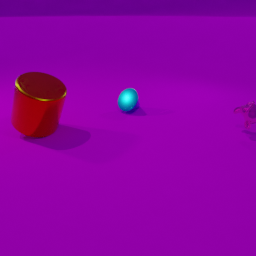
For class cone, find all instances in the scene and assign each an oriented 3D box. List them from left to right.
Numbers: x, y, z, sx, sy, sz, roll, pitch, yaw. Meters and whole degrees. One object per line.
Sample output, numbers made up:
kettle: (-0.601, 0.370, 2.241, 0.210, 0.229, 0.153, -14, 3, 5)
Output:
cone: (0.216, -0.891, 10.094, 0.848, 0.848, 0.852, 19, -2, 36)

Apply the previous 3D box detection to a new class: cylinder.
cylinder: (-2.561, -0.670, 8.016, 1.373, 1.373, 1.373, 16, 37, -13)

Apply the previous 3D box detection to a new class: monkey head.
monkey head: (3.493, -0.404, 8.125, 1.015, 0.612, 0.730, -44, 17, -31)
